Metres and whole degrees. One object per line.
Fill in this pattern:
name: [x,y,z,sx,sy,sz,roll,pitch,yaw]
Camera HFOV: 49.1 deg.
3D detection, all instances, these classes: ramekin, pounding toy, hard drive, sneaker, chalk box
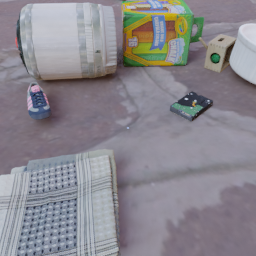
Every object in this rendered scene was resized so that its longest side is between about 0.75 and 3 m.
ramekin: [4.298,-2.171,8.550,2.318,1.130,2.318,8,41,-7]
pounding toy: [2.917,-2.549,9.304,0.838,1.086,1.179,27,46,29]
hard drive: [1.729,-0.602,7.618,0.724,0.196,1.036,31,48,32]
sneaker: [-2.352,-0.721,7.209,0.552,0.645,1.573,-14,29,-22]
chalk box: [1.223,-3.308,9.695,2.850,1.779,1.767,-2,39,-1]

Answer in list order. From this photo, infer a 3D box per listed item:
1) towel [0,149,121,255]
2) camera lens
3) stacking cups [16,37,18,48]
towel: [-1.281,1.299,4.850,2.244,0.403,2.331,-12,39,2]
camera lens: [-1.785,-2.586,8.447,2.708,2.166,2.166,-5,39,-7]
stacking cups: [-2.826,-3.240,10.375,2.601,0.787,0.787,2,39,2]
